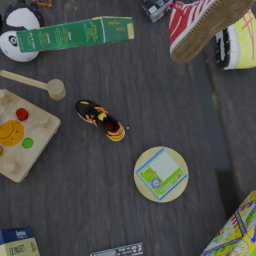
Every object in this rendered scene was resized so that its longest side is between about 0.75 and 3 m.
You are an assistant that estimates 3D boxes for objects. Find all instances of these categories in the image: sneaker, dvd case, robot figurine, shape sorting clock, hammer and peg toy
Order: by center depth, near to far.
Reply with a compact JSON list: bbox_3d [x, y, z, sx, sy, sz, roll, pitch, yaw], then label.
[{"bbox_3d":[1.675,-2.554,6.069,0.788,2.212,1.244,21,49,-31],"label":"sneaker"},{"bbox_3d":[-0.103,3.855,6.746,1.330,0.201,1.822,-11,71,-4],"label":"dvd case"},{"bbox_3d":[0.893,1.239,7.534,1.472,0.289,1.472,1,75,-3],"label":"shape sorting clock"},{"bbox_3d":[-2.969,-0.210,7.653,2.070,0.992,2.815,27,74,10],"label":"hammer and peg toy"},{"bbox_3d":[-0.788,-0.335,7.795,1.700,0.765,0.595,38,76,11],"label":"sneaker"},{"bbox_3d":[-3.158,-2.941,8.417,1.411,1.172,1.878,-2,71,15],"label":"robot figurine"},{"bbox_3d":[3.459,-3.099,8.603,1.354,1.172,2.998,6,78,-6],"label":"sneaker"}]

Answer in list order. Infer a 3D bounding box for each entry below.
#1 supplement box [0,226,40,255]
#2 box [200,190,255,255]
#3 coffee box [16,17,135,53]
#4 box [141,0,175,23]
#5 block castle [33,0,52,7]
[{"bbox_3d":[-3.226,3.991,5.788,2.859,1.920,2.856,-22,73,-7],"label":"supplement box"},{"bbox_3d":[3.410,3.320,6.089,2.922,1.782,2.814,41,78,12],"label":"box"},{"bbox_3d":[-0.999,-1.803,5.450,1.995,1.227,0.439,3,109,29],"label":"coffee box"},{"bbox_3d":[0.986,-3.950,8.969,0.910,0.522,0.601,-35,76,11],"label":"box"},{"bbox_3d":[-2.804,-4.520,9.329,0.607,0.426,0.908,5,72,2],"label":"block castle"}]
